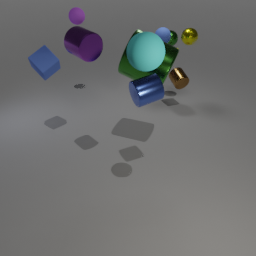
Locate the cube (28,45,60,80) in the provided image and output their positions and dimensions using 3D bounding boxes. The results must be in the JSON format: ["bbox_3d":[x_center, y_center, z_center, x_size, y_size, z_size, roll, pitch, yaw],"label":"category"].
[{"bbox_3d":[-2.723,-2.125,9.179,0.700,0.700,0.700,-44,89,-14],"label":"cube"}]

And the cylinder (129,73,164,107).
[{"bbox_3d":[0.470,-0.967,7.190,0.700,0.700,0.700,-21,34,-13],"label":"cylinder"}]

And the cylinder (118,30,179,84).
[{"bbox_3d":[0.613,-2.012,8.435,1.400,1.400,1.400,26,33,2],"label":"cylinder"}]

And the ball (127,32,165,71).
[{"bbox_3d":[0.323,-1.386,5.097,0.700,0.700,0.700,0,29,0],"label":"ball"}]

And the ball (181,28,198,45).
[{"bbox_3d":[2.589,-3.838,11.758,0.700,0.700,0.700,0,29,0],"label":"ball"}]

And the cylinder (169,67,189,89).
[{"bbox_3d":[2.254,-2.200,12.414,0.700,0.700,0.700,-11,55,-19],"label":"cylinder"}]

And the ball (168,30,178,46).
[{"bbox_3d":[1.958,-4.142,12.942,0.700,0.700,0.700,0,29,0],"label":"ball"}]

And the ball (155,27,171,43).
[{"bbox_3d":[1.493,-3.955,12.044,0.700,0.700,0.700,0,29,0],"label":"ball"}]

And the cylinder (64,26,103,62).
[{"bbox_3d":[-1.082,-2.041,6.805,0.700,0.700,0.700,-23,42,-35],"label":"cylinder"}]

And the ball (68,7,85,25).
[{"bbox_3d":[-2.200,-4.809,12.031,0.700,0.700,0.700,0,29,0],"label":"ball"}]
